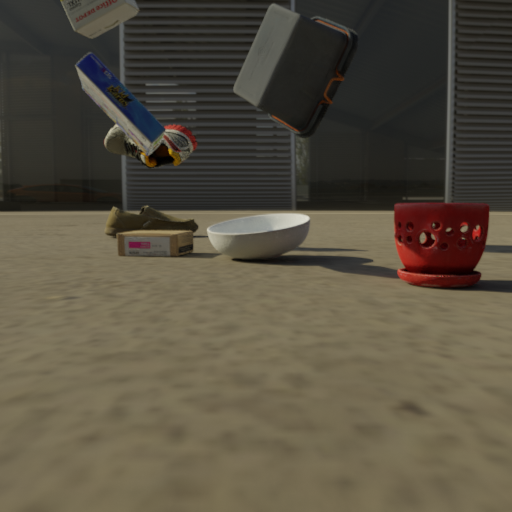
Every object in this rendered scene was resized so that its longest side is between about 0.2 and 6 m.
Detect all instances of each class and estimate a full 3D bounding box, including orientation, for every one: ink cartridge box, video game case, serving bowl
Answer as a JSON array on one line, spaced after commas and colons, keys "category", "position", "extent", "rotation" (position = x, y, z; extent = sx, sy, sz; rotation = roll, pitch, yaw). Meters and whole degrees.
[{"category": "ink cartridge box", "position": [-1.626, -0.209, 9.122], "extent": [1.022, 0.384, 0.842], "rotation": [1, 7, 12]}, {"category": "ink cartridge box", "position": [-1.881, -3.104, 6.342], "extent": [0.712, 0.978, 0.405], "rotation": [-23, 5, 13]}, {"category": "video game case", "position": [-1.864, -2.055, 7.787], "extent": [0.308, 1.357, 1.230], "rotation": [-46, 11, -9]}, {"category": "serving bowl", "position": [0.056, -0.255, 8.436], "extent": [1.549, 0.509, 1.549], "rotation": [-6, 13, 1]}]

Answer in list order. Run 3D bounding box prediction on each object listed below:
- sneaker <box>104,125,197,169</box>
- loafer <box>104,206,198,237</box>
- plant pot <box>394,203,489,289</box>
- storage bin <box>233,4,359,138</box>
[{"category": "sneaker", "position": [-2.108, -2.099, 10.624], "extent": [1.886, 0.734, 0.775], "rotation": [6, 49, 23]}, {"category": "loafer", "position": [-2.482, -0.826, 13.442], "extent": [2.243, 0.756, 0.853], "rotation": [-2, 6, -20]}, {"category": "plant pot", "position": [1.926, -0.130, 5.885], "extent": [0.950, 0.865, 0.950], "rotation": [0, 6, 0]}, {"category": "storage bin", "position": [0.703, -3.530, 10.638], "extent": [1.501, 2.234, 1.626], "rotation": [4, 29, -46]}]
